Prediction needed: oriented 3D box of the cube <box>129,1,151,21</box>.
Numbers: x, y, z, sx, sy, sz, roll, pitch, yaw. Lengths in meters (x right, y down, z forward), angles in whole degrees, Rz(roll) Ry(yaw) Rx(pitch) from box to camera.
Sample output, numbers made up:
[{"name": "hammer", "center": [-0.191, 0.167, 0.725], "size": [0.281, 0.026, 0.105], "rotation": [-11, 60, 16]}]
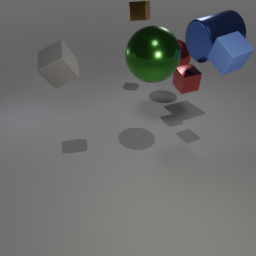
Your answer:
[{"name": "cube", "center": [0.484, -4.701, 11.236], "size": [0.700, 0.700, 0.700], "rotation": [4, 25, 17]}]

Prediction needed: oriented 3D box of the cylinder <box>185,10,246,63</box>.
[{"name": "cylinder", "center": [2.855, -3.004, 9.224], "size": [1.400, 1.400, 1.400], "rotation": [-21, 35, -16]}]

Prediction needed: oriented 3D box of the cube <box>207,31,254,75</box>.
[{"name": "cube", "center": [2.621, -1.923, 7.204], "size": [0.700, 0.700, 0.700], "rotation": [-22, 67, -18]}]

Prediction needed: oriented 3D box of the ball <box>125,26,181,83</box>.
[{"name": "ball", "center": [0.624, -1.847, 7.083], "size": [1.400, 1.400, 1.400], "rotation": [0, 30, 0]}]

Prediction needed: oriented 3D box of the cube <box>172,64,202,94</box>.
[{"name": "cube", "center": [2.031, -1.705, 9.714], "size": [0.700, 0.700, 0.700], "rotation": [-14, 44, -15]}]

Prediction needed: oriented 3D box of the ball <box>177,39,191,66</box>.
[{"name": "ball", "center": [1.942, -3.005, 11.767], "size": [1.400, 1.400, 1.400], "rotation": [0, 30, 0]}]

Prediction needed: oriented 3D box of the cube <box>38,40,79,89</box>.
[{"name": "cube", "center": [-1.663, -1.517, 6.716], "size": [0.700, 0.700, 0.700], "rotation": [-23, 53, 13]}]
